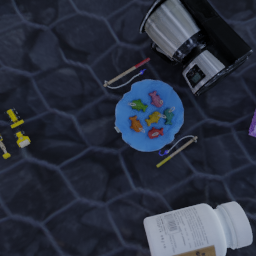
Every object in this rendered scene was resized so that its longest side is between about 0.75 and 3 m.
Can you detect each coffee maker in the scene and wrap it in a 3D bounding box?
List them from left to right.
[{"bbox_3d":[2.028,-2.522,7.614,2.488,1.745,2.590,-38,85,-5],"label":"coffee maker"}]

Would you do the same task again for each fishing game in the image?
[{"bbox_3d":[0.609,-0.327,7.552,2.015,0.437,2.814,-31,103,-8],"label":"fishing game"}]

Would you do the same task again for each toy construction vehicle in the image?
[{"bbox_3d":[-3.368,0.157,7.964,1.005,0.406,1.154,-33,86,-15],"label":"toy construction vehicle"}]

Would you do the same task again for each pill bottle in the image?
[{"bbox_3d":[1.715,2.689,7.066,2.424,1.386,1.386,-14,82,-2],"label":"pill bottle"}]

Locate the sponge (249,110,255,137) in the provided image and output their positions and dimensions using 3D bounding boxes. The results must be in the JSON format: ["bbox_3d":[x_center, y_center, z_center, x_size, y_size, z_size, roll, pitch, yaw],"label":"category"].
[{"bbox_3d":[4.652,-0.887,8.044,1.568,0.419,2.811,20,82,3],"label":"sponge"}]
